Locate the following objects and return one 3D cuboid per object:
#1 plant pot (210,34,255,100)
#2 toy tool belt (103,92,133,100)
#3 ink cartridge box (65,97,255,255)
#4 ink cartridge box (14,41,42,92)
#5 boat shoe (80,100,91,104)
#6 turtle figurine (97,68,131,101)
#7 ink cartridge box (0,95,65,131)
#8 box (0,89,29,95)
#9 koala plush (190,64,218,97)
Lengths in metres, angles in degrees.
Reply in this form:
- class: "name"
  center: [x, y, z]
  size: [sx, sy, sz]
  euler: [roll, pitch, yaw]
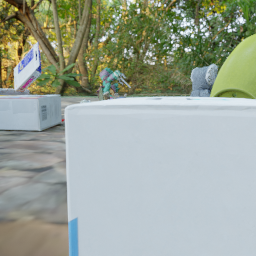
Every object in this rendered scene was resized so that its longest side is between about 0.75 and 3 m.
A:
- class: "plant pot"
  center: [2.903, -0.790, 6.466]
  size: [2.300, 2.300, 2.458]
  euler: [7, 31, 41]
- class: "toy tool belt"
  center: [-0.169, -0.828, 10.076]
  size: [1.575, 0.968, 0.983]
  euler: [-4, 18, -26]
- class: "ink cartridge box"
  center: [0.334, 0.316, 1.702]
  size: [0.987, 0.992, 1.352]
  euler: [1, 7, 9]
- class: "ink cartridge box"
  center: [-2.870, -1.739, 8.166]
  size: [0.306, 0.780, 1.648]
  euler: [7, -24, -41]
- class: "boat shoe"
  center: [-2.227, -1.131, 14.049]
  size: [0.614, 0.557, 1.669]
  euler: [0, 8, 2]
- class: "turtle figurine"
  center: [-0.618, -1.410, 11.107]
  size: [1.219, 1.813, 2.422]
  euler: [-8, 33, -8]
- class: "ink cartridge box"
  center: [-3.057, -0.500, 7.998]
  size: [2.092, 0.877, 1.836]
  euler: [1, 10, 10]
- class: "box"
  center: [-4.470, -0.924, 10.510]
  size: [1.184, 1.067, 2.104]
  euler: [-3, 8, -28]
- class: "koala plush"
  center: [2.921, -1.395, 10.635]
  size: [1.827, 1.989, 1.763]
  euler: [-2, 9, -10]
